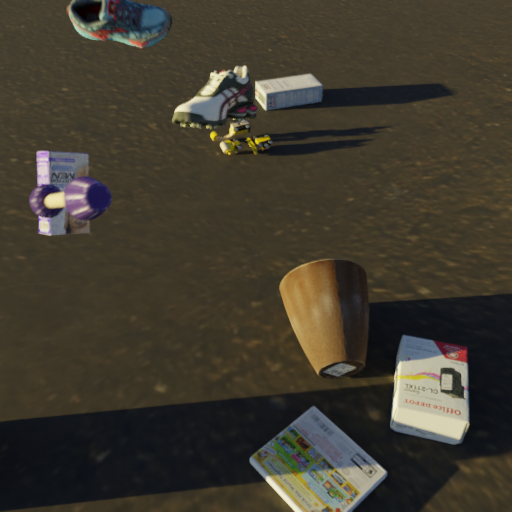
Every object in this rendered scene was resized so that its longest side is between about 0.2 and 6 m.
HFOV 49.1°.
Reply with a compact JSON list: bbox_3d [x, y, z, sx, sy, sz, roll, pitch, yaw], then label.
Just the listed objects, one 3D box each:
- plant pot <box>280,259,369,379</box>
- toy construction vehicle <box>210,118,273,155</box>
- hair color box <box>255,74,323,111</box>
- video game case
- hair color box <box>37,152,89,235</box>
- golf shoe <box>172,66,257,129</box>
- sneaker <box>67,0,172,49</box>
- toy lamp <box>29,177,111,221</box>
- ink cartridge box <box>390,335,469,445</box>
[{"bbox_3d":[1.148,1.048,8.544,1.396,1.396,1.494,-4,57,-5],"label":"plant pot"},{"bbox_3d":[-0.362,-2.787,13.538,1.221,0.430,1.063,-20,56,-18],"label":"toy construction vehicle"},{"bbox_3d":[0.894,-4.497,15.348,1.664,0.505,0.824,-12,43,-15],"label":"hair color box"},{"bbox_3d":[0.802,2.764,7.316,1.219,0.153,1.339,-30,50,-30],"label":"video game case"},{"bbox_3d":[-2.882,-0.937,8.400,0.394,1.215,0.664,10,12,41],"label":"hair color box"},{"bbox_3d":[-0.586,-2.130,7.572,0.641,0.731,1.660,11,26,26],"label":"golf shoe"},{"bbox_3d":[-2.318,-3.977,9.434,1.745,0.692,0.834,1,1,2],"label":"sneaker"},{"bbox_3d":[-2.092,-0.633,6.327,0.485,0.485,1.667,-30,21,-30],"label":"toy lamp"},{"bbox_3d":[2.493,1.882,8.010,0.971,0.552,1.333,10,42,11],"label":"ink cartridge box"}]
